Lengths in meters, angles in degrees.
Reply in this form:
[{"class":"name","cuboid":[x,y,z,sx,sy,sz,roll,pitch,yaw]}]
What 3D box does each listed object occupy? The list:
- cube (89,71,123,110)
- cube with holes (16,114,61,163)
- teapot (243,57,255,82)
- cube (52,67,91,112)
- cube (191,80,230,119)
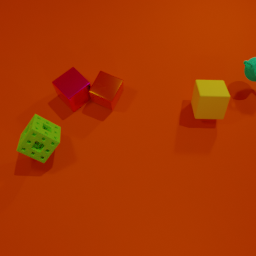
[{"class":"cube","cuboid":[-0.640,-1.122,8.478,0.767,0.767,0.767,24,75,6]},{"class":"cube with holes","cuboid":[-2.362,0.280,7.490,0.786,0.786,0.786,-50,27,18]},{"class":"teapot","cuboid":[3.937,-1.740,8.391,1.186,0.581,0.737,22,95,-15]},{"class":"cube","cuboid":[-1.669,-1.170,8.567,0.829,0.829,0.829,-41,72,-16]},{"class":"cube","cuboid":[2.404,-0.842,8.271,0.846,0.846,0.846,2,41,1]}]
